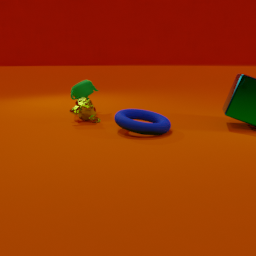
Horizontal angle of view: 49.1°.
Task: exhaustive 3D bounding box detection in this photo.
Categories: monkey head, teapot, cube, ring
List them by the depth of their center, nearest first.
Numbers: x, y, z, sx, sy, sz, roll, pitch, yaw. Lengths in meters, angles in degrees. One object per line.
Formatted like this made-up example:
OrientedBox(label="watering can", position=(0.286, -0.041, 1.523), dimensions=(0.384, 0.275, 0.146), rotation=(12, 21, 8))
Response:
OrientedBox(label="ring", position=(0.438, -0.205, 8.383), dimensions=(1.704, 0.341, 1.704), rotation=(8, 18, -3))
OrientedBox(label="cube", position=(3.873, -0.867, 8.789), dimensions=(1.311, 1.311, 1.311), rotation=(22, 16, 10))
OrientedBox(label="monkey head", position=(-1.554, -0.537, 9.578), dimensions=(1.268, 0.764, 0.912), rotation=(23, 46, 29))
OrientedBox(label="teapot", position=(-1.725, -1.456, 11.114), dimensions=(0.931, 0.733, 1.497), rotation=(-24, 7, 43))
